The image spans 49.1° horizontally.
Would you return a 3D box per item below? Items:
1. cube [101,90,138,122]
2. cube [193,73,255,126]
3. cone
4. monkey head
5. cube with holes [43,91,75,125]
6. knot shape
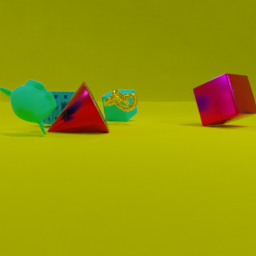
[{"bbox_3d":[-0.329,-0.938,11.510,1.041,1.041,1.041,3,24,26],"label":"cube"},{"bbox_3d":[3.174,-0.892,9.165,1.332,1.332,1.332,-5,-12,-40],"label":"cube"},{"bbox_3d":[-1.493,-0.233,7.502,1.509,1.504,1.504,-27,7,-1],"label":"cone"},{"bbox_3d":[-2.379,-0.561,7.008,0.961,1.595,1.148,-45,-3,-20],"label":"monkey head"},{"bbox_3d":[-2.307,-0.677,9.115,1.012,1.012,1.012,7,9,43],"label":"cube with holes"},{"bbox_3d":[-0.333,-0.974,9.805,1.104,0.545,1.180,-9,27,-33],"label":"knot shape"}]
